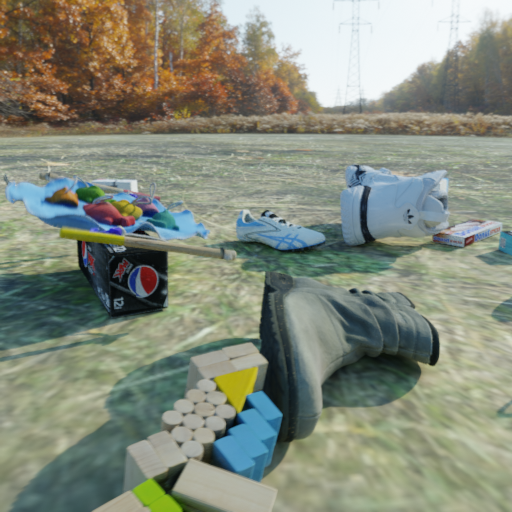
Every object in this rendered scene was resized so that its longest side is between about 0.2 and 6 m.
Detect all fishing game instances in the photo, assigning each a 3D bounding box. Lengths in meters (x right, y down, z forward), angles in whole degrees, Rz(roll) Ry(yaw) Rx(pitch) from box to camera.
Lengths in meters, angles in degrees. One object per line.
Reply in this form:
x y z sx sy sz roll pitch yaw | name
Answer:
-2.260 -0.888 8.814 3.207 0.696 4.479 9 12 -23 | fishing game

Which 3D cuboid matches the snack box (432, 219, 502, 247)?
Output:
4.418 -0.492 11.669 0.680 0.230 1.891 14 21 42 | snack box

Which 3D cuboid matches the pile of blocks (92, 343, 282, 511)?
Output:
-0.366 1.529 3.601 1.008 0.763 2.457 17 27 14 | pile of blocks

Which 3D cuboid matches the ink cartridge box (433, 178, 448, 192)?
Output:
4.496 -1.605 14.672 0.793 0.772 1.233 8 17 27 | ink cartridge box

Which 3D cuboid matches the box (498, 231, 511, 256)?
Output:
5.416 -0.240 10.493 1.508 0.371 0.620 -2 16 -6 | box

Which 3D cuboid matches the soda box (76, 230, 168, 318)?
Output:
-2.090 0.034 8.436 0.826 0.923 2.609 -6 17 -26 | soda box

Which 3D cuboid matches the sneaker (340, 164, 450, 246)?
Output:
2.912 -1.170 11.792 2.057 1.345 3.579 -3 19 14 | sneaker

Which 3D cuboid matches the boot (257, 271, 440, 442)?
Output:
0.993 0.838 5.677 1.898 0.984 2.906 6 17 0 | boot

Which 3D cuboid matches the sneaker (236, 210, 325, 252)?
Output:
0.425 -0.501 10.864 1.945 0.705 0.699 11 18 31 | sneaker

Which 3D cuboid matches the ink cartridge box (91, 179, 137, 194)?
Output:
-4.142 -1.984 16.477 1.163 0.485 0.845 1 12 0 | ink cartridge box
